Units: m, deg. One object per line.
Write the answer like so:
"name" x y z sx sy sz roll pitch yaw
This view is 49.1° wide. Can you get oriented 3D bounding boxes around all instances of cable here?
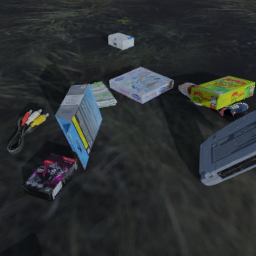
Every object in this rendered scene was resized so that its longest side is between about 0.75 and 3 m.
"cable" -3.546 0.029 9.375 0.978 0.507 2.013 10 37 13

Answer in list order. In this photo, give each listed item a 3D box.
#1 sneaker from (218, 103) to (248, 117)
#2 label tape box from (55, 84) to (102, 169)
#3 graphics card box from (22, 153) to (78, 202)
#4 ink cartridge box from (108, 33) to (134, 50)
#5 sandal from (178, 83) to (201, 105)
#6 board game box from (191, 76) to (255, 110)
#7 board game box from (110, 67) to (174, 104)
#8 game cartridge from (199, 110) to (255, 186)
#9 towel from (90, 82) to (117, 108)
"sneaker" 3.938 -0.628 10.400 1.109 0.416 0.469 -9 34 4
"label tape box" -1.379 -0.069 7.686 0.618 1.408 1.952 -1 44 16
"graphics card box" -2.107 1.321 7.726 0.880 0.357 1.402 13 39 17
"ink cartridge box" -0.407 -5.114 16.459 0.928 0.544 1.267 -29 44 -35
"sandal" 2.720 -1.535 11.557 0.652 0.488 1.702 -13 38 -17
"board game box" 3.750 -1.440 11.025 2.429 0.578 1.234 -20 32 -34
"board game box" 0.585 -1.909 12.138 1.985 0.408 1.981 -29 45 -34
"game cartridge" 3.129 0.386 7.581 0.547 2.634 1.754 46 35 -13
"towel" -1.413 -1.385 11.526 1.415 0.291 1.897 -12 37 -18
